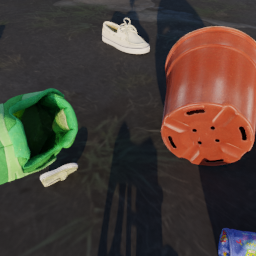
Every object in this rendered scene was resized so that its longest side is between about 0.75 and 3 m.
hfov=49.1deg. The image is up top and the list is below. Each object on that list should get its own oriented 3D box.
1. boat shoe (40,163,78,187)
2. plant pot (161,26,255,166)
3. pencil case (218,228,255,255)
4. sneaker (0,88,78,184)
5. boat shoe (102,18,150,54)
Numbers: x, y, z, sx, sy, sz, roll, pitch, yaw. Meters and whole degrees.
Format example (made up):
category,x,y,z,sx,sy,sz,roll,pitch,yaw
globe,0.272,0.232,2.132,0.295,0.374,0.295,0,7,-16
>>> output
category,x,y,z,sx,sy,sz,roll,pitch,yaw
boat shoe,-1.663,1.154,6.888,0.953,0.343,0.296,-21,68,-20
plant pot,2.165,-0.702,7.472,2.875,2.875,2.796,10,47,12
pencil case,2.621,2.349,4.918,1.975,0.771,0.858,7,46,9
sneaker,-0.790,0.043,2.498,0.815,0.722,1.950,-11,12,6
boat shoe,-0.144,-4.528,13.352,1.117,1.289,3.025,-27,45,-30
